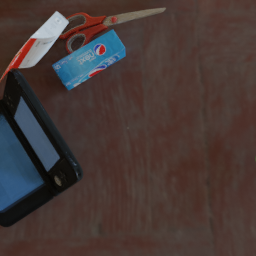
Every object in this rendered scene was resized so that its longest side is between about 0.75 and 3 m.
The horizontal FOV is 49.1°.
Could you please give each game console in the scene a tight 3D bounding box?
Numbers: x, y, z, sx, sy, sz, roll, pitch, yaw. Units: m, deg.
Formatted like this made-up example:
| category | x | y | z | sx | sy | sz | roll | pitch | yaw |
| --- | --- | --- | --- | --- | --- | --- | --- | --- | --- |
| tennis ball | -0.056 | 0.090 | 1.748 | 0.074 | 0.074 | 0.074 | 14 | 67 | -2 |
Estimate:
| category | x | y | z | sx | sy | sz | roll | pitch | yaw |
| --- | --- | --- | --- | --- | --- | --- | --- | --- | --- |
| game console | -2.689 | 0.573 | 6.408 | 1.641 | 2.480 | 2.820 | -31 | 85 | -36 |

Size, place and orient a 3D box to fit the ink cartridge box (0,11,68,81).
| category | x | y | z | sx | sy | sz | roll | pitch | yaw |
| --- | --- | --- | --- | --- | --- | --- | --- | --- | --- |
| ink cartridge box | -2.154 | -1.725 | 6.396 | 0.400 | 1.356 | 1.694 | 39 | 52 | -21 |

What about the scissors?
| category | x | y | z | sx | sy | sz | roll | pitch | yaw |
| --- | --- | --- | --- | --- | --- | --- | --- | --- | --- |
| scissors | -0.527 | -2.740 | 6.990 | 2.826 | 0.197 | 1.034 | -21 | 82 | 17 |

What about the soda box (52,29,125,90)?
| category | x | y | z | sx | sy | sz | roll | pitch | yaw |
| --- | --- | --- | --- | --- | --- | --- | --- | --- | --- |
| soda box | -0.960 | -1.710 | 7.108 | 1.771 | 0.568 | 0.601 | -32 | 83 | -3 |
